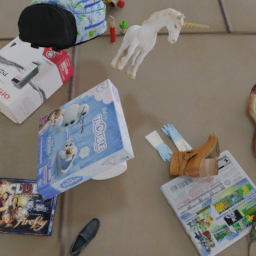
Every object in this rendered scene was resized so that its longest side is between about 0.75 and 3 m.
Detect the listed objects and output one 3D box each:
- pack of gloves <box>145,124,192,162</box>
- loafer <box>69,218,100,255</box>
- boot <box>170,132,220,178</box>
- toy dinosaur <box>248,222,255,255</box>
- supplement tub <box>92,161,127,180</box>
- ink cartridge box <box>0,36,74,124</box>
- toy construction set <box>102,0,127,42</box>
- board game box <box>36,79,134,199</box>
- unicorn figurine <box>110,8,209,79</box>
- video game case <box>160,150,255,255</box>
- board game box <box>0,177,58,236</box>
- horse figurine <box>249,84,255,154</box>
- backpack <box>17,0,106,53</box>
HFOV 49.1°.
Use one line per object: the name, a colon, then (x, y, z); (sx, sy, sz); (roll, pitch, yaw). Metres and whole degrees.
pack of gloves: (1.331, 0.443, 9.161); (1.036, 0.243, 1.233); (-31, 66, -16)
loafer: (-1.178, 2.998, 7.728); (0.394, 0.407, 1.159); (32, 67, 16)
boot: (2.075, 0.781, 8.669); (1.406, 0.670, 1.818); (-5, 32, 25)
toy dinosaur: (3.513, 2.985, 7.710); (0.460, 0.248, 1.044); (-1, 101, -28)
supplement tub: (-0.788, 0.557, 8.579); (1.161, 1.161, 1.759); (-13, 63, -7)
ink cartridge box: (-3.650, -1.870, 9.827); (2.068, 1.168, 2.818); (34, 67, 15)
toy construction set: (-1.015, -5.040, 11.005); (2.225, 2.050, 2.668); (-24, 65, -12)
board game box: (-1.062, 0.175, 6.238); (2.114, 0.461, 2.124); (-27, 47, 14)
unicorn figurine: (0.366, -2.104, 6.944); (1.788, 0.961, 2.603); (-60, 37, 7)
video game case: (2.610, 2.145, 8.251); (2.524, 0.278, 2.300); (-26, 65, -14)
board game box: (-3.249, 2.243, 8.127); (2.257, 0.391, 1.529); (3, 62, 1)
horse figurine: (4.799, -0.470, 9.264); (1.936, 0.729, 2.921); (-15, 70, 12)
backpack: (-1.608, -3.164, 8.010); (1.973, 1.860, 2.419); (14, 21, 29)
